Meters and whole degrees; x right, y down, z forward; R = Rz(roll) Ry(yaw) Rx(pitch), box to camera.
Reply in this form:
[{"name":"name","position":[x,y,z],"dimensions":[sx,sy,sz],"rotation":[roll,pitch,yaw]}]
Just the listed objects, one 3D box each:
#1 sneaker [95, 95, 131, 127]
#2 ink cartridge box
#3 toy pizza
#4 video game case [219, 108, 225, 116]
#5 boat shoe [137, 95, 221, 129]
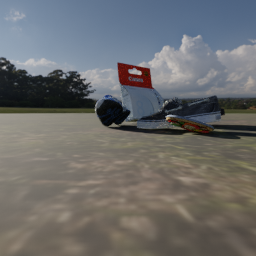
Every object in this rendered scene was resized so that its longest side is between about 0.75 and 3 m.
[{"name":"sneaker","position":[-0.674,-0.637,9.424],"dimensions":[0.920,0.905,2.389],"rotation":[43,5,12]},{"name":"ink cartridge box","position":[0.624,-1.537,11.962],"dimensions":[2.060,2.573,0.608],"rotation":[-1,-10,-43]},{"name":"toy pizza","position":[1.473,-0.061,6.759],"dimensions":[1.188,0.188,1.188],"rotation":[16,-3,1]},{"name":"video game case","position":[2.385,-0.415,10.320],"dimensions":[1.912,0.270,2.116],"rotation":[-10,2,9]},{"name":"boat shoe","position":[1.306,-0.440,7.748],"dimensions":[2.379,0.806,0.853],"rotation":[-7,2,31]}]
